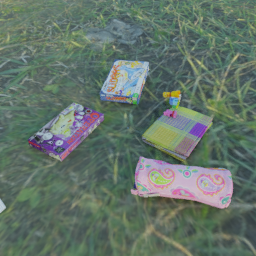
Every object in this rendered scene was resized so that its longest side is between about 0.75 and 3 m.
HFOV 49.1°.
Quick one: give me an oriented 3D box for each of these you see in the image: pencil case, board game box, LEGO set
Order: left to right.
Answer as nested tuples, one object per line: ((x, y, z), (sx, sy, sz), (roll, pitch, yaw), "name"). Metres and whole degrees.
((-1.852, 0.034, 8.658), (1.276, 0.343, 2.125), (24, 47, 19), "board game box")
((-0.084, -1.756, 10.365), (1.380, 0.351, 2.038), (7, 50, 12), "board game box")
((1.404, -0.913, 9.244), (0.537, 0.499, 1.309), (6, 37, 16), "LEGO set")
((1.266, 1.315, 6.718), (2.301, 1.006, 1.006), (7, 42, 8), "pencil case")

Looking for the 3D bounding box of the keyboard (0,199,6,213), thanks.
((-3.337, 1.720, 6.861), (1.045, 0.056, 0.294), (36, 78, 33), "keyboard")

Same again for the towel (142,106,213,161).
((1.547, 0.062, 8.650), (1.528, 0.242, 2.128), (24, 46, 26), "towel")
